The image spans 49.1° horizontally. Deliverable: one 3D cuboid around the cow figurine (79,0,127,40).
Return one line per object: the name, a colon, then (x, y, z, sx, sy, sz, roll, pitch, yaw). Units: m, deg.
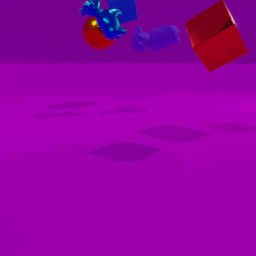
cow figurine: (-0.806, -3.473, 8.967, 1.358, 1.380, 0.758, -18, 1, -38)

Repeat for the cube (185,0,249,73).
cube: (2.158, -2.225, 6.883, 1.032, 1.032, 1.032, -26, -40, 27)

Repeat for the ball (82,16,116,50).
ball: (-1.081, -3.698, 10.777, 1.366, 1.366, 1.366, 0, 14, 0)

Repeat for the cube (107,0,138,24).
cube: (-0.249, -4.822, 11.067, 0.976, 0.976, 0.976, -17, 46, -3)

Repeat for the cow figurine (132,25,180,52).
cow figurine: (0.958, -3.090, 9.599, 1.607, 0.882, 1.582, -13, 5, 21)
